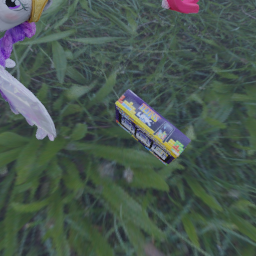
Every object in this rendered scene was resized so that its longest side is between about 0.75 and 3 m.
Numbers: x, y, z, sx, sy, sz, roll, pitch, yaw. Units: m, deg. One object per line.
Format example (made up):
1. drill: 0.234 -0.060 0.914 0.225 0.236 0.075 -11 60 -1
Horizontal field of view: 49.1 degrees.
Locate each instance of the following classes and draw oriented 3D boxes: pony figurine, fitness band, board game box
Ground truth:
1. pony figurine: -1.614 -0.633 2.803 2.116 2.043 1.762 -30 76 -23
2. fitness band: 1.142 -2.868 5.110 0.370 1.419 1.976 24 29 24
3. board game box: 0.327 0.033 4.276 1.150 0.950 0.326 41 77 9
